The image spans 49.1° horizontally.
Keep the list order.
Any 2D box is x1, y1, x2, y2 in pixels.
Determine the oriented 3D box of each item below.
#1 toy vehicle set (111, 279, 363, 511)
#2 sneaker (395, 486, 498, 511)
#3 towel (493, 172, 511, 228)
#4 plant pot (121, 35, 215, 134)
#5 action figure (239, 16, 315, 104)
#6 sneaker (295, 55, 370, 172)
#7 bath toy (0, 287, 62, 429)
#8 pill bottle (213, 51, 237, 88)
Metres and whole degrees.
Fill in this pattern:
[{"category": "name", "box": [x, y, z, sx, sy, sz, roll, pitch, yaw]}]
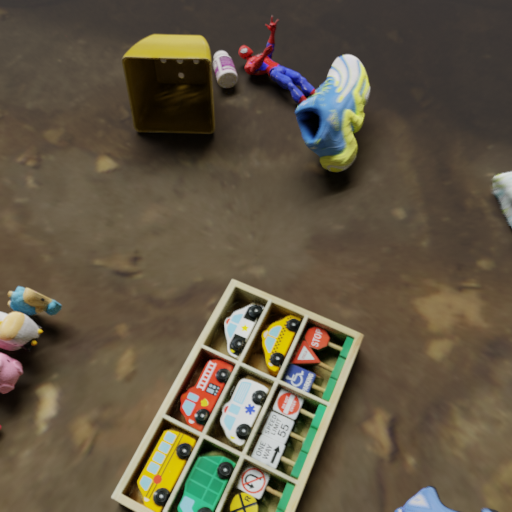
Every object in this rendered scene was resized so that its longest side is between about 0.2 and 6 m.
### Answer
[{"category": "toy vehicle set", "box": [-0.107, 1.907, 6.728, 1.880, 0.401, 3.025, 21, 61, 13]}, {"category": "sneaker", "box": [2.347, 3.013, 5.461, 0.961, 0.846, 2.155, -42, 44, -20]}, {"category": "towel", "box": [4.775, -0.417, 8.077, 1.959, 0.551, 2.288, -7, 58, -5]}, {"category": "plant pot", "box": [-1.339, -2.948, 9.260, 1.355, 1.355, 1.195, 2, 48, 1]}, {"category": "action figure", "box": [0.491, -3.341, 9.649, 1.999, 0.989, 0.652, 35, 51, 22]}, {"category": "sneaker", "box": [1.183, -2.410, 8.736, 0.785, 1.089, 2.073, -11, 66, 40]}, {"category": "bath toy", "box": [-3.149, 1.343, 6.921, 0.706, 0.831, 1.910, 26, 64, -10]}, {"category": "pill bottle", "box": [-0.567, -3.340, 9.993, 0.368, 0.368, 0.655, -11, 59, -7]}]
